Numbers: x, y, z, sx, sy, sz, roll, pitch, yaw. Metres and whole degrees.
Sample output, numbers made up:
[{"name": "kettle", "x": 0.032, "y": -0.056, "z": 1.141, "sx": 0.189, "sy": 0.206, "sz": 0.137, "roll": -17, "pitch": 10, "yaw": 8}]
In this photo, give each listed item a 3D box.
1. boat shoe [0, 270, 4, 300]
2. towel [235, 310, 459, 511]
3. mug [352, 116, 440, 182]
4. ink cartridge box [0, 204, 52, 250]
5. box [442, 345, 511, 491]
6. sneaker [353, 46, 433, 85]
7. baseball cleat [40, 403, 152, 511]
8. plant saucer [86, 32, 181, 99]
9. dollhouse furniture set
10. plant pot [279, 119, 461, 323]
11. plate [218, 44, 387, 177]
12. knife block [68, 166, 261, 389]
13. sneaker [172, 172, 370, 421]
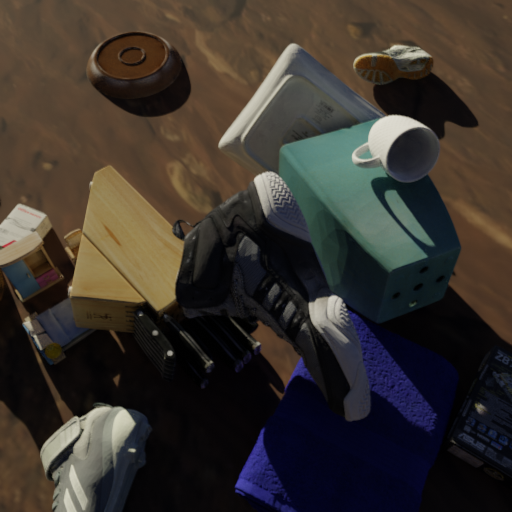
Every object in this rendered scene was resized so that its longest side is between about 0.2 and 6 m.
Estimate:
[{"name": "boat shoe", "x": -5.159, "y": -0.062, "z": 9.615, "sx": 0.924, "sy": 1.020, "sz": 2.863, "roll": -30, "pitch": 53, "yaw": -12}, {"name": "towel", "x": 1.409, "y": 2.529, "z": 8.107, "sx": 2.362, "sy": 0.792, "sz": 3.198, "roll": 27, "pitch": 61, "yaw": 8}, {"name": "mug", "x": 1.940, "y": -1.571, "z": 8.168, "sx": 1.107, "sy": 0.817, "sz": 0.970, "roll": -23, "pitch": 32, "yaw": -1}, {"name": "ink cartridge box", "x": -4.248, "y": -0.411, "z": 10.128, "sx": 0.658, "sy": 0.378, "sz": 0.906, "roll": 21, "pitch": 60, "yaw": 13}, {"name": "box", "x": 4.114, "y": 2.603, "z": 8.121, "sx": 2.225, "sy": 0.546, "sz": 1.794, "roll": 29, "pitch": 63, "yaw": 17}, {"name": "sneaker", "x": 2.995, "y": -4.317, "z": 12.535, "sx": 1.798, "sy": 0.680, "sz": 0.788, "roll": -3, "pitch": 46, "yaw": -9}, {"name": "baseball cleat", "x": -2.429, "y": 3.345, "z": 7.550, "sx": 1.465, "sy": 0.960, "sz": 2.753, "roll": 9, "pitch": 49, "yaw": 15}, {"name": "plant saucer", "x": -2.797, "y": -4.435, "z": 12.720, "sx": 2.167, "sy": 0.348, "sz": 2.167, "roll": 0, "pitch": 59, "yaw": 0}, {"name": "dollhouse furniture set", "x": -3.091, "y": 0.554, "z": 9.056, "sx": 1.666, "sy": 1.152, "sz": 1.765, "roll": -33, "pitch": 63, "yaw": -19}, {"name": "plant pot", "x": 1.796, "y": -0.440, "z": 8.936, "sx": 1.936, "sy": 1.937, "sz": 2.740, "roll": -18, "pitch": 51, "yaw": -15}, {"name": "plate", "x": 0.823, "y": -2.092, "z": 9.864, "sx": 2.295, "sy": 2.300, "sz": 0.372, "roll": 37, "pitch": 21, "yaw": -5}, {"name": "knife block", "x": -1.342, "y": 0.331, "z": 9.098, "sx": 3.005, "sy": 1.095, "sz": 3.424, "roll": 6, "pitch": 58, "yaw": -10}, {"name": "sneaker", "x": 0.102, "y": 0.757, "z": 7.728, "sx": 2.037, "sy": 1.351, "sz": 3.580, "roll": -23, "pitch": 76, "yaw": 2}]
